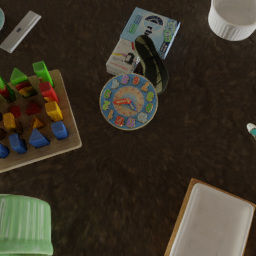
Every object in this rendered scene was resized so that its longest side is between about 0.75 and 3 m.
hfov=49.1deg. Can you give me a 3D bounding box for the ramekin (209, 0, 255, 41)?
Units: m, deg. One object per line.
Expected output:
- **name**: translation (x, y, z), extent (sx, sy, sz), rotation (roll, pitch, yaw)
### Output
- **ramekin**: translation (3.794, -4.040, 9.902), extent (1.900, 0.926, 1.900), rotation (0, 70, -1)

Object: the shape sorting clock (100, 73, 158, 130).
- **shape sorting clock**: translation (0.015, -0.857, 8.902), extent (1.856, 0.364, 1.856), rotation (0, 86, 5)

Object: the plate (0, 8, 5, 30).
- **plate**: translation (-5.330, -3.840, 10.212), extent (1.717, 0.219, 1.717), rotation (0, 71, 0)

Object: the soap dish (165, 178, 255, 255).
- **soap dish**: translation (2.150, 2.782, 7.457), extent (1.834, 0.947, 2.331), rotation (22, 71, 8)

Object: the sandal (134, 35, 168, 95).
- **sandal**: translation (0.780, -2.101, 9.344), extent (0.808, 0.580, 2.034), rotation (-17, 87, -2)

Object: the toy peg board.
- **toy peg board**: translation (-3.202, -0.465, 8.389), extent (2.814, 1.376, 2.802), rotation (-18, 71, -6)

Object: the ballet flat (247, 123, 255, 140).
- **ballet flat**: translation (3.914, 0.135, 8.504), extent (0.356, 1.025, 0.356), rotation (-26, 49, 35)

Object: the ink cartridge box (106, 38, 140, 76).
- **ink cartridge box**: translation (-0.104, -2.337, 9.527), extent (0.853, 0.485, 1.171), rotation (23, 72, 8)

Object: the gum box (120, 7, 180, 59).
- **gum box**: translation (0.784, -3.390, 9.956), extent (1.713, 0.382, 1.455), rotation (23, 72, 8)

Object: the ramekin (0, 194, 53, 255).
- **ramekin**: translation (-3.089, 2.464, 6.804), extent (2.531, 2.531, 1.236), rotation (-3, 63, -1)

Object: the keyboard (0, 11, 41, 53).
- **keyboard**: translation (-3.901, -3.522, 10.179), extent (0.520, 0.099, 1.848), rotation (27, 72, 14)
